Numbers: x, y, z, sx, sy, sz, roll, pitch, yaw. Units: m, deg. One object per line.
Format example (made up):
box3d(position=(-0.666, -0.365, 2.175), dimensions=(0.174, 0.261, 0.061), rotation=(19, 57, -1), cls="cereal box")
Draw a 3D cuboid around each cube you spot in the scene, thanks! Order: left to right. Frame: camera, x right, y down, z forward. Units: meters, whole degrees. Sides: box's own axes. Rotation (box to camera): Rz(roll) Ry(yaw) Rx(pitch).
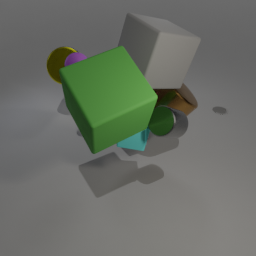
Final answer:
box3d(position=(-0.432, -0.548, 5.822), dimensions=(1.400, 1.400, 1.400), rotation=(-26, 70, -17), cls="cube")
box3d(position=(0.124, 0.054, 7.011), dimensions=(0.700, 0.700, 0.700), rotation=(10, 32, -7), cls="cube")
box3d(position=(0.687, -1.935, 7.163), dimensions=(1.400, 1.400, 1.400), rotation=(-6, 39, -37), cls="cube")

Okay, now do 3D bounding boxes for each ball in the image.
box3d(position=(-1.446, -1.793, 7.989), dimensions=(0.700, 0.700, 0.700), rotation=(0, 33, 0), cls="ball")

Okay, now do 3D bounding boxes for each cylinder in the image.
box3d(position=(-2.344, -2.425, 11.060), dimensions=(1.400, 1.400, 1.400), rotation=(0, 10, 0), cls="cylinder")
box3d(position=(1.165, -0.733, 8.621), dimensions=(1.400, 1.400, 1.400), rotation=(35, 28, -23), cls="cylinder")
box3d(position=(0.925, -0.123, 6.433), dimensions=(0.700, 0.700, 0.700), rotation=(27, 11, 35), cls="cylinder")
